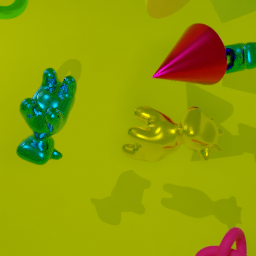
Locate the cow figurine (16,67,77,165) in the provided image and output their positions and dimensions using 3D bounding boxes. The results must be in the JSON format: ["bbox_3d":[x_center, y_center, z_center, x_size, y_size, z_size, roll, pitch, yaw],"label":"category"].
[{"bbox_3d":[-1.377,-0.117,4.830,0.804,1.442,1.465,22,63,0],"label":"cow figurine"}]

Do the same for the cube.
[{"bbox_3d":[2.543,-3.456,6.298,1.286,1.286,1.286,-10,50,39],"label":"cube"}]

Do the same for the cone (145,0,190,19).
[{"bbox_3d":[0.581,-3.157,5.480,1.351,1.351,1.356,-29,75,-12],"label":"cone"}]

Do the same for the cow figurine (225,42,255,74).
[{"bbox_3d":[2.292,-1.376,5.320,1.194,1.213,0.666,-2,104,39],"label":"cow figurine"}]

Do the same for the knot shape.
[{"bbox_3d":[1.573,2.238,4.523,1.053,0.520,1.125,-12,81,-8],"label":"knot shape"}]

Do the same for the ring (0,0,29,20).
[{"bbox_3d":[-3.001,-3.224,6.388,1.491,0.298,1.491,7,79,-41],"label":"ring"}]

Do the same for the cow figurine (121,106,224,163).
[{"bbox_3d":[0.731,0.187,4.848,1.528,1.553,0.852,18,58,-1],"label":"cow figurine"}]

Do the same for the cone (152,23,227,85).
[{"bbox_3d":[0.976,-1.204,5.425,1.280,1.275,1.275,-27,68,-22],"label":"cone"}]
